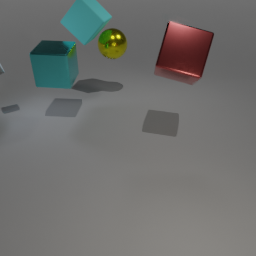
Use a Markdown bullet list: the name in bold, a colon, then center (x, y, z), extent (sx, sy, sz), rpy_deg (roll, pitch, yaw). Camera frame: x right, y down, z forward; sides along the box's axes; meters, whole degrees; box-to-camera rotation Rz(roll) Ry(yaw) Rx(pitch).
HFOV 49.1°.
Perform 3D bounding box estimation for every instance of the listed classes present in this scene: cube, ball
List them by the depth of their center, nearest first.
- **cube**: center (1.692, -2.287, 8.816), extent (1.400, 1.400, 1.400), rpy_deg (16, 1, 3)
- **cube**: center (-2.819, -2.496, 10.951), extent (1.400, 1.400, 1.400), rpy_deg (3, 37, 4)
- **cube**: center (-1.789, -4.735, 12.208), extent (1.400, 1.400, 1.400), rpy_deg (42, 29, -13)
- **ball**: center (-0.725, -3.939, 13.130), extent (1.400, 1.400, 1.400), rpy_deg (0, 29, 0)

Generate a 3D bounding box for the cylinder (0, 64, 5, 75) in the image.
- **cylinder**: center (-5.315, -2.323, 10.911), extent (0.700, 0.700, 0.700), rpy_deg (-30, 37, -13)
